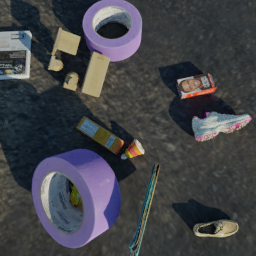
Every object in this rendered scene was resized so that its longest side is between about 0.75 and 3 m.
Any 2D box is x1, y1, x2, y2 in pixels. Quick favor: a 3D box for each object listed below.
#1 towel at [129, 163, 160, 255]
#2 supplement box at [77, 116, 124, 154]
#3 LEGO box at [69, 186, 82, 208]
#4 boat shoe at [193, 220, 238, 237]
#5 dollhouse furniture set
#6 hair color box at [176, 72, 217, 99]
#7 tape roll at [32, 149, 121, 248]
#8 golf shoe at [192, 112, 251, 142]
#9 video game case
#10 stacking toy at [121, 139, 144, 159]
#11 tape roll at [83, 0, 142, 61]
[{"bbox_3d":[0.502,2.627,8.696,0.288,1.945,2.652,15,58,8],"label":"towel"},{"bbox_3d":[-1.061,0.276,10.777,1.812,0.603,0.623,34,84,11],"label":"supplement box"},{"bbox_3d":[-1.574,2.156,9.821,0.395,1.024,0.763,32,30,21],"label":"LEGO box"},{"bbox_3d":[3.112,3.529,9.792,1.583,0.514,0.571,-3,72,-1],"label":"boat shoe"},{"bbox_3d":[-2.147,-2.610,11.717,2.187,1.782,2.080,16,92,-20],"label":"dollhouse furniture set"},{"bbox_3d":[2.788,-1.733,11.518,1.460,0.447,0.741,-14,74,-4],"label":"hair color box"},{"bbox_3d":[-1.712,2.184,8.996,2.883,1.225,2.883,7,102,35],"label":"tape roll"},{"bbox_3d":[3.589,-0.274,10.858,2.328,0.877,1.065,-16,70,-6],"label":"golf shoe"},{"bbox_3d":[-5.465,-3.131,12.062,2.472,0.289,2.247,-3,72,-2],"label":"video game case"},{"bbox_3d":[0.111,0.900,10.696,0.889,0.649,0.649,-32,74,9],"label":"stacking toy"},{"bbox_3d":[-0.649,-4.188,11.998,2.461,1.045,2.461,0,72,-1],"label":"tape roll"}]
